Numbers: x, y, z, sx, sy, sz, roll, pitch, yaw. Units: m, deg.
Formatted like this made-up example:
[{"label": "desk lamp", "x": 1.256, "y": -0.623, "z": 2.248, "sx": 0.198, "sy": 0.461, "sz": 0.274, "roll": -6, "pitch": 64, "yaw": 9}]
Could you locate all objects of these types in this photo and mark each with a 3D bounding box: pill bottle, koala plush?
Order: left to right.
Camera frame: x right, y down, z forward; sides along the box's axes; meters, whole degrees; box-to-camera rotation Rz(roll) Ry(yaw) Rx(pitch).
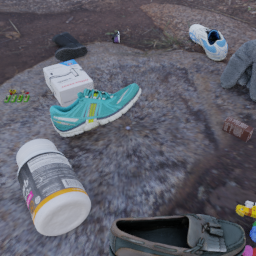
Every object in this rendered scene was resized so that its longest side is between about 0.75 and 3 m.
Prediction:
[{"label": "pill bottle", "x": -1.847, "y": 1.296, "z": 6.608, "sx": 1.261, "sy": 1.261, "sz": 2.167, "roll": -22, "pitch": 45, "yaw": -22}, {"label": "koala plush", "x": 4.893, "y": -2.309, "z": 10.226, "sx": 2.198, "sy": 2.020, "sz": 1.949, "roll": -23, "pitch": 47, "yaw": -40}]

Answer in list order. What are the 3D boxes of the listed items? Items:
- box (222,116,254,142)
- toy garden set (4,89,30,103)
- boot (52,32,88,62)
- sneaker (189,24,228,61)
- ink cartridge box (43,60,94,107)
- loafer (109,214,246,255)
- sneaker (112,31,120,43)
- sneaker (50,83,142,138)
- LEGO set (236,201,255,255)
[{"label": "box", "x": 3.362, "y": 0.029, "z": 8.584, "sx": 0.835, "sy": 0.418, "sz": 0.313, "roll": 34, "pitch": 53, "yaw": 31}, {"label": "toy garden set", "x": -3.974, "y": -1.191, "z": 10.097, "sx": 0.815, "sy": 0.163, "sz": 0.680, "roll": -2, "pitch": 43, "yaw": -2}, {"label": "boot", "x": -2.896, "y": -3.679, "z": 12.454, "sx": 1.510, "sy": 0.601, "sz": 1.832, "roll": -19, "pitch": 49, "yaw": -33}, {"label": "sneaker", "x": 3.634, "y": -4.114, "z": 12.627, "sx": 1.069, "sy": 1.078, "sz": 2.974, "roll": -10, "pitch": 42, "yaw": -9}, {"label": "ink cartridge box", "x": -2.145, "y": -1.653, "z": 10.174, "sx": 1.276, "sy": 0.737, "sz": 1.748, "roll": -23, "pitch": 47, "yaw": -23}, {"label": "loafer", "x": 1.036, "y": 2.235, "z": 5.723, "sx": 2.886, "sy": 0.908, "sz": 1.037, "roll": -4, "pitch": 32, "yaw": -2}, {"label": "sneaker", "x": -0.584, "y": -4.387, "z": 13.471, "sx": 0.383, "sy": 0.332, "sz": 0.876, "roll": -5, "pitch": 43, "yaw": 2}, {"label": "sneaker", "x": -0.949, "y": -0.651, "z": 8.106, "sx": 2.805, "sy": 1.117, "sz": 1.087, "roll": -23, "pitch": 21, "yaw": 5}, {"label": "LEGO set", "x": 2.681, "y": 2.096, "z": 6.226, "sx": 0.624, "sy": 0.580, "sz": 1.522, "roll": 15, "pitch": 43, "yaw": 15}]
